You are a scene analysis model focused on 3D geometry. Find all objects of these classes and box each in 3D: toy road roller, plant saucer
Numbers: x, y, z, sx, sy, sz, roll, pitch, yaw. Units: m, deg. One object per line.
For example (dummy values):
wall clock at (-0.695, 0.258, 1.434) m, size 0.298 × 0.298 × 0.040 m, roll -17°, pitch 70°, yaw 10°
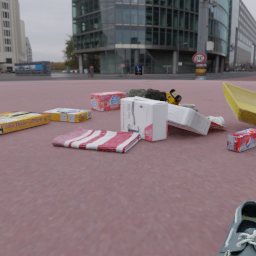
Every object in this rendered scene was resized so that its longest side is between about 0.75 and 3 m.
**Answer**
toy road roller at (2.542, -1.561, 16.566) m, size 1.324 × 0.966 × 0.814 m, roll -31°, pitch 54°, yaw -6°
plant saucer at (4.962, -0.677, 10.721) m, size 2.620 × 0.635 × 2.620 m, roll 17°, pitch 29°, yaw -5°

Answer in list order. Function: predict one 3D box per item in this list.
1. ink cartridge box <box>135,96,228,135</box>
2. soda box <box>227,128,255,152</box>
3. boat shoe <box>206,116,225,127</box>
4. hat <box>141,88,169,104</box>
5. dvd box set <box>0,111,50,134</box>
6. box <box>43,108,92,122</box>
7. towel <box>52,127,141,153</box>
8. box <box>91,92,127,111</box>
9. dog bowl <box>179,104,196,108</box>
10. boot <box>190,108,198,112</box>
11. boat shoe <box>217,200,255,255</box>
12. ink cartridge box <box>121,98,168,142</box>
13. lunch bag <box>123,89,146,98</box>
ink cartridge box at (1.984, -0.370, 11.099) m, size 2.620 × 0.665 × 2.974 m, roll 20°, pitch 1°, yaw -40°
soda box at (3.598, 0.361, 8.588) m, size 1.373 × 0.481 × 0.435 m, roll -10°, pitch 16°, yaw -38°
boat shoe at (3.542, -0.281, 11.641) m, size 0.398 × 0.436 × 1.212 m, roll -9°, pitch 14°, yaw -13°
hat at (1.392, -1.505, 14.328) m, size 2.411 × 0.972 × 2.411 m, roll 11°, pitch -4°, yaw 1°
dvd box set at (-5.021, -0.245, 11.398) m, size 2.149 × 0.432 × 2.937 m, roll 6°, pitch 14°, yaw 30°
box at (-2.926, -0.626, 13.173) m, size 2.106 × 0.437 × 1.254 m, roll 6°, pitch 14°, yaw 18°
towel at (-0.967, 0.355, 9.130) m, size 2.429 × 0.276 × 1.749 m, roll 4°, pitch 14°, yaw 18°
box at (-1.090, -1.565, 16.193) m, size 1.952 × 0.924 × 1.002 m, roll -11°, pitch 17°, yaw -40°
dog bowl at (3.261, -1.110, 15.514) m, size 0.931 × 0.343 × 0.931 m, roll 0°, pitch 13°, yaw 0°
boot at (3.144, -0.811, 14.228) m, size 1.159 × 0.420 × 1.053 m, roll -1°, pitch 13°, yaw -35°
boat shoe at (1.479, 1.463, 3.537) m, size 0.627 × 0.532 × 1.721 m, roll 7°, pitch 14°, yaw 27°
ink cartridge box at (0.523, -0.347, 9.874) m, size 0.755 × 1.298 × 1.782 m, roll -9°, pitch 15°, yaw -35°
lunch bag at (0.277, -1.856, 17.419) m, size 1.522 × 1.061 × 1.277 m, roll -9°, pitch 1°, yaw -35°
